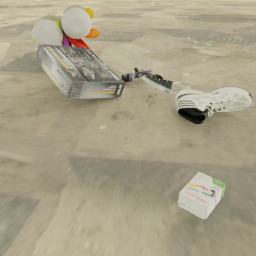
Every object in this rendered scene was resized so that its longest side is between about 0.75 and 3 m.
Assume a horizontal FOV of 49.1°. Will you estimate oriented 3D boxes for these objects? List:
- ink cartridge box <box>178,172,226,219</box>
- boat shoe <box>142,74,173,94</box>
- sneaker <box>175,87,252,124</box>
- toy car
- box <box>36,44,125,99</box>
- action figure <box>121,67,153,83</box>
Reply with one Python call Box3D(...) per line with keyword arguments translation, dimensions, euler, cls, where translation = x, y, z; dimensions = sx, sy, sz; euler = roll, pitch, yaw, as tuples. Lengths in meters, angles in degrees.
Box3D(translation=(1.435, 1.290, 5.442), dimensions=(0.594, 0.345, 0.821), euler=(22, 36, 34), cls="ink cartridge box")
Box3D(translation=(1.023, -1.601, 9.541), dimensions=(0.524, 0.432, 1.526), euler=(15, 17, -36), cls="boat shoe")
Box3D(translation=(2.533, -0.541, 8.244), dimensions=(2.257, 0.852, 1.299), euler=(0, 38, 10), cls="sneaker")
Box3D(translation=(-2.665, -4.027, 12.402), dimensions=(2.916, 2.187, 2.552), euler=(-21, 30, 2), cls="toy car")
Box3D(translation=(-1.658, -1.966, 9.646), dimensions=(2.077, 0.634, 2.623), euler=(-9, 43, -40), cls="box")
Box3D(translation=(0.436, -2.073, 10.877), dimensions=(1.376, 0.477, 0.895), euler=(-24, 29, -33), cls="action figure")
